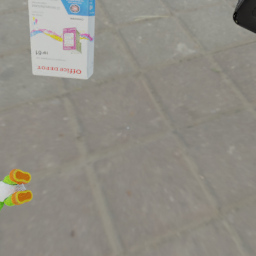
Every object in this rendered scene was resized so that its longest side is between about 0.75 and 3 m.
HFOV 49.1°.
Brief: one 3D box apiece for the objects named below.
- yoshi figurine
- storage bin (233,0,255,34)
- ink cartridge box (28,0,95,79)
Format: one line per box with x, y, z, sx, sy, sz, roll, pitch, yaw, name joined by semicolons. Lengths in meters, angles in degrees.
-1.921;0.907;3.967;1.091;0.611;0.613;-16;28;27;yoshi figurine
3.782;-3.325;6.313;1.702;2.517;1.180;26;66;1;storage bin
-1.161;-1.655;5.058;1.034;1.431;0.606;5;25;1;ink cartridge box
